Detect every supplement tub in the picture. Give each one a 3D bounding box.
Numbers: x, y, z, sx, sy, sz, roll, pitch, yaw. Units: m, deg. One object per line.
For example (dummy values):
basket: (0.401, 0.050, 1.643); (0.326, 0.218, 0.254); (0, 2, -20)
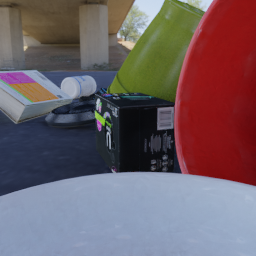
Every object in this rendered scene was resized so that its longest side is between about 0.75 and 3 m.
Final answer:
supplement tub: (-2.270, -1.901, 12.991); (1.002, 1.002, 1.519); (6, 16, 24)

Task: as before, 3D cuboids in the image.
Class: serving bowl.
serving bowl: (0.107, 1.040, 1.008); (2.609, 0.858, 2.609); (0, 13, 0)

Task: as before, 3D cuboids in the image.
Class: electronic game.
electronic game: (-1.218, -0.420, 7.924); (2.196, 0.457, 2.196); (-8, 16, 2)

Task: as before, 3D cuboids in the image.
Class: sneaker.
sneaker: (-0.988, -1.123, 10.284); (1.824, 0.747, 0.668); (5, 15, 23)

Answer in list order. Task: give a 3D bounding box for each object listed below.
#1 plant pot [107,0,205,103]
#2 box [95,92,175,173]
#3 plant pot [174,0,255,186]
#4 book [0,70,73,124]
plant pot: (1.069, -1.404, 6.173); (2.442, 2.351, 2.442); (19, 29, -11)
box: (0.047, 0.029, 4.671); (0.930, 1.111, 1.496); (-5, 14, -19)
plant pot: (2.206, -0.199, 3.012); (2.451, 2.770, 2.770); (7, 11, -18)
book: (-3.122, -1.167, 8.796); (1.792, 0.645, 2.683); (38, 21, 8)
